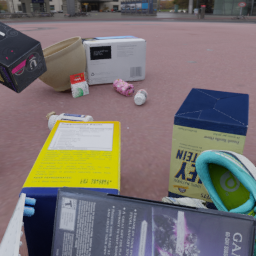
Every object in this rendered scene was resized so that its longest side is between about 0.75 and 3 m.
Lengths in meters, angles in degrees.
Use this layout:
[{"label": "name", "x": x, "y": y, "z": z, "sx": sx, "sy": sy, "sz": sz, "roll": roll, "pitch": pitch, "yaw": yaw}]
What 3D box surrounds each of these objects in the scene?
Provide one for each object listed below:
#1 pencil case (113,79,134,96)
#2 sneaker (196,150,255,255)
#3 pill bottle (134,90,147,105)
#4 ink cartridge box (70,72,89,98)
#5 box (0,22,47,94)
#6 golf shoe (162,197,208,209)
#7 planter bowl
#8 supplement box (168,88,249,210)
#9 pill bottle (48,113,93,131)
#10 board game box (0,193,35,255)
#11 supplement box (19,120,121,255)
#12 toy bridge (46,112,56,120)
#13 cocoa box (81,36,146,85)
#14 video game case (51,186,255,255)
[{"label": "pencil case", "x": -0.196, "y": -1.680, "z": 11.541, "sx": 0.499, "sy": 0.477, "sz": 1.153, "roll": -17, "pitch": 29, "yaw": -25}, {"label": "sneaker", "x": 1.727, "y": 1.344, "z": 3.797, "sx": 0.998, "sy": 0.971, "sz": 2.506, "roll": 18, "pitch": 33, "yaw": -52}, {"label": "pill bottle", "x": 0.469, "y": -1.131, "z": 10.442, "sx": 0.422, "sy": 0.422, "sz": 0.763, "roll": 5, "pitch": 25, "yaw": 11}, {"label": "ink cartridge box", "x": -1.922, "y": -1.708, "z": 11.137, "sx": 0.219, "sy": 0.873, "sz": 0.703, "roll": 19, "pitch": 32, "yaw": 40}, {"label": "box", "x": -3.499, "y": -2.073, "z": 7.849, "sx": 2.016, "sy": 1.069, "sz": 1.232, "roll": 28, "pitch": 58, "yaw": 15}, {"label": "golf shoe", "x": 1.340, "y": 1.685, "z": 4.122, "sx": 1.045, "sy": 0.841, "sz": 2.149, "roll": -5, "pitch": 26, "yaw": -23}, {"label": "planter bowl", "x": -2.755, "y": -2.539, "z": 11.648, "sx": 2.406, "sy": 1.619, "sz": 2.406, "roll": -17, "pitch": 28, "yaw": 9}, {"label": "supplement box", "x": 1.656, "y": 0.346, "z": 5.692, "sx": 1.214, "sy": 1.807, "sz": 1.809, "roll": 10, "pitch": 27, "yaw": 20}, {"label": "pill bottle", "x": -1.615, "y": -0.071, "z": 7.944, "sx": 1.173, "sy": 0.651, "sz": 0.651, "roll": 6, "pitch": 26, "yaw": 13}, {"label": "board game box", "x": -1.388, "y": 1.785, "z": 3.124, "sx": 0.196, "sy": 1.516, "sz": 1.517, "roll": 19, "pitch": 19, "yaw": -24}, {"label": "supplement box", "x": -0.805, "y": 0.945, "z": 4.962, "sx": 1.333, "sy": 1.341, "sz": 2.449, "roll": 2, "pitch": 26, "yaw": -2}, {"label": "toy bridge", "x": -1.962, "y": -0.180, "z": 8.678, "sx": 1.616, "sy": 0.220, "sz": 0.543, "roll": 14, "pitch": 30, "yaw": 27}, {"label": "cocoa box", "x": -0.797, "y": -3.257, "z": 13.187, "sx": 2.823, "sy": 1.882, "sz": 1.852, "roll": -9, "pitch": 26, "yaw": -19}, {"label": "video game case", "x": 0.185, "y": 1.658, "z": 3.258, "sx": 2.284, "sy": 1.632, "sz": 0.217, "roll": 6, "pitch": 0, "yaw": 11}]
